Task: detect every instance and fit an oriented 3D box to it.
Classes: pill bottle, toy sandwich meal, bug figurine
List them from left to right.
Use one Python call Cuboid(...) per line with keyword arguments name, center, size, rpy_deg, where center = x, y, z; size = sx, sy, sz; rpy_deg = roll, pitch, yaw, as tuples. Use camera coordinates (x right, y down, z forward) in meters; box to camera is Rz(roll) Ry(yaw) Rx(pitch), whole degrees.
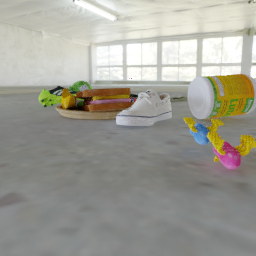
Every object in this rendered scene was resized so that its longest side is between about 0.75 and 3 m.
Cuboid(name="toy sandwich meal", center=(-1.153, -0.958, 9.752), size=(2.940, 1.007, 2.940), rpy_deg=(1, 11, 0))
Cuboid(name="pill bottle", center=(3.253, -1.046, 8.929), size=(2.381, 1.322, 1.322), rpy_deg=(-6, 12, -16))
Cuboid(name="bug figurine", center=(1.996, 0.264, 4.618), size=(2.143, 0.551, 1.662), rpy_deg=(5, 17, 5))

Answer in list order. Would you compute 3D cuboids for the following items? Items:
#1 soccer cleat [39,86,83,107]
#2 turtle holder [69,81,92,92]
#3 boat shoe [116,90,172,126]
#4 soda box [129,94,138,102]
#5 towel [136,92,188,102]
Cuboid(name="soccer cleat", center=(-2.765, -1.474, 12.578), size=(2.429, 0.820, 0.984), rpy_deg=(-1, 51, -1))
Cuboid(name="turtle holder", center=(-2.473, -1.766, 14.561), size=(1.140, 1.500, 1.065), rpy_deg=(32, 13, -1))
Cuboid(name="boat shoe", center=(0.570, -0.654, 8.364), size=(0.984, 0.969, 2.775), rpy_deg=(7, 13, 34))
Cuboid(name="soda box", center=(-0.421, -1.216, 12.297), size=(1.816, 0.643, 0.575), rpy_deg=(10, 12, 41))
Cuboid(name="towel", center=(1.675, -1.802, 16.030), size=(2.635, 0.455, 2.537), rpy_deg=(-8, 13, -40))
